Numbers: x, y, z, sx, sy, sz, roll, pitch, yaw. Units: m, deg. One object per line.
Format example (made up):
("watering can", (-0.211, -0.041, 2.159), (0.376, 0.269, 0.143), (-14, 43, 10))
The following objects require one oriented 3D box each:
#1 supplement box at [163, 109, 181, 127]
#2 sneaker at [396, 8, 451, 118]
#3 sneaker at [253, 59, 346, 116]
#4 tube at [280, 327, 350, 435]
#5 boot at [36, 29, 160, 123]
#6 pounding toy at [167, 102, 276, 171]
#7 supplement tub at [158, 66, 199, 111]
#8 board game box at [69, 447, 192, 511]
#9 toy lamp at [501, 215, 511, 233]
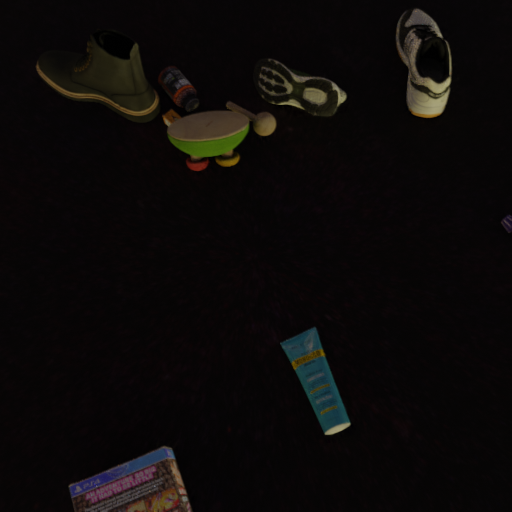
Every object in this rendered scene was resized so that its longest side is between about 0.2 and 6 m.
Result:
("supplement box", (-1.727, -2.935, 12.720), (0.283, 0.293, 0.851), (-42, 76, -15))
("sneaker", (3.987, -4.727, 12.868), (1.137, 1.317, 3.006), (-4, 67, 0))
("sneaker", (1.015, -3.864, 12.922), (2.427, 0.933, 1.075), (31, 30, 23))
("tube", (1.147, 2.340, 10.533), (0.755, 0.491, 1.949), (-23, 60, 0))
("boot", (-3.635, -4.354, 12.271), (3.092, 2.139, 1.198), (20, 70, 8))
("pounding toy", (-0.794, -2.451, 12.177), (2.239, 1.039, 1.728), (-30, 40, -34))
("supplement tub", (-1.766, -3.827, 12.917), (0.564, 0.564, 1.055), (-34, 74, -12))
("board game box", (-1.931, 4.554, 9.407), (1.675, 1.017, 2.101), (-20, 70, -8))
("toy lamp", (5.651, -0.379, 11.706), (0.349, 0.349, 1.198), (-40, 76, -14))
